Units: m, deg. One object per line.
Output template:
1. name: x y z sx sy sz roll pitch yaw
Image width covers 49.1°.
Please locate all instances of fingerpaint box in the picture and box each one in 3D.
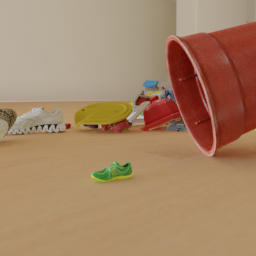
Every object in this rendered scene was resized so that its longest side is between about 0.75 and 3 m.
1. fingerpaint box: 1.492 -1.153 14.662 2.421 0.888 2.020 5 31 35

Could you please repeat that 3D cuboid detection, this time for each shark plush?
1. shark plush: 1.938 0.049 10.591 0.938 0.426 0.391 21 42 28

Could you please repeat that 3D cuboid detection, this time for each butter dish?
1. butter dish: 1.250 -0.718 11.085 1.630 1.205 1.625 -25 -6 27

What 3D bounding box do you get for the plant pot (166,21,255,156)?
1. plant pot: 2.658 -1.140 6.404 2.768 2.846 2.846 -19 8 0

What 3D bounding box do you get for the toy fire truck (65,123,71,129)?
1. toy fire truck: -2.651 -0.064 11.255 0.550 0.190 0.780 1 7 4

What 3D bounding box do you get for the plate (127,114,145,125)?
1. plate: -0.373 -0.410 12.791 2.270 0.367 2.265 -4 12 -37

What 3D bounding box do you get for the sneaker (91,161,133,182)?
1. sneaker: -0.274 0.712 4.706 0.755 0.316 0.280 -5 10 -30

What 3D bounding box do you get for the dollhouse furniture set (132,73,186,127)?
1. dollhouse furniture set: 1.410 -1.463 12.225 2.770 1.952 1.941 8 40 26

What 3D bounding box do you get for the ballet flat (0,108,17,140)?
1. ballet flat: -4.127 0.158 7.447 1.083 0.976 2.878 32 30 32

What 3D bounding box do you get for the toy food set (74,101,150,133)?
1. toy food set: -0.648 -0.249 10.636 2.841 0.928 1.671 1 31 23

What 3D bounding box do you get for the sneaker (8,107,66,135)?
1. sneaker: -3.447 -0.273 10.048 2.329 0.944 0.875 -4 10 -21
